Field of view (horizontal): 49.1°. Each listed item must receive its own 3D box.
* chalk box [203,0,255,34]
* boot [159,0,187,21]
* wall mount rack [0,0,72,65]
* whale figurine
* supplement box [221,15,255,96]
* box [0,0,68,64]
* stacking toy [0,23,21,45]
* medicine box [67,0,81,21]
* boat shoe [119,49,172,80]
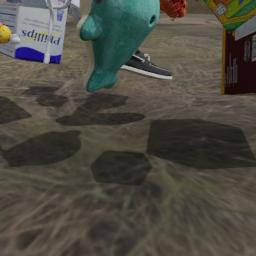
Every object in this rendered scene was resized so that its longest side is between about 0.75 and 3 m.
[{"bbox_3d":[2.146,-2.499,4.721,1.448,0.904,0.897,-34,11,49],"label":"chalk box"},{"bbox_3d":[1.257,-3.896,8.114,0.964,1.378,2.569,-41,4,11],"label":"boot"},{"bbox_3d":[-2.301,-2.427,5.744,2.267,1.969,0.845,10,44,9],"label":"wall mount rack"},{"bbox_3d":[-0.184,-1.941,5.927,1.363,2.627,2.090,25,24,23],"label":"whale figurine"},{"bbox_3d":[3.272,-1.821,6.487,1.409,2.093,2.122,-1,6,-5],"label":"supplement box"},{"bbox_3d":[-2.982,-3.425,8.124,1.404,2.677,2.462,-2,21,-44],"label":"box"},{"bbox_3d":[-2.671,-1.980,5.846,0.868,0.634,0.634,16,26,-8],"label":"stacking toy"},{"bbox_3d":[-1.579,-4.251,9.729,1.024,0.527,0.933,29,57,-1],"label":"medicine box"},{"bbox_3d":[0.191,-1.886,7.966,2.384,0.719,0.881,10,5,-12],"label":"boat shoe"}]
